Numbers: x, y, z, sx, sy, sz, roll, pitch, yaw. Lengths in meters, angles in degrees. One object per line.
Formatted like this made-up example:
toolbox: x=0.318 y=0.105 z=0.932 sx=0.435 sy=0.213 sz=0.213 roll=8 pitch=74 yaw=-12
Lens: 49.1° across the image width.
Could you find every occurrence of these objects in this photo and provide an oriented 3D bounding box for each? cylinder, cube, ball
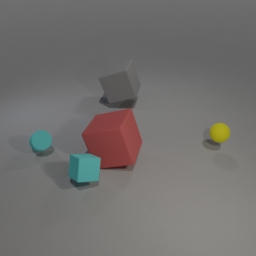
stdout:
cylinder: x=-3.112 y=0.459 z=9.944 sx=0.700 sy=0.700 sz=0.700 roll=-16 pitch=0 yaw=-26
cube: x=-0.475 y=0.352 z=9.413 sx=1.400 sy=1.400 sz=1.400 roll=-9 pitch=26 yaw=21
ball: x=3.259 y=0.169 z=9.946 sx=0.700 sy=0.700 sz=0.700 roll=0 pitch=30 yaw=0
cube: x=-0.348 y=-2.184 z=13.213 sx=1.400 sy=1.400 sz=1.400 roll=-11 pitch=30 yaw=20
cube: x=-1.309 y=1.183 z=8.387 sx=0.700 sy=0.700 sz=0.700 roll=2 pitch=5 yaw=-34
